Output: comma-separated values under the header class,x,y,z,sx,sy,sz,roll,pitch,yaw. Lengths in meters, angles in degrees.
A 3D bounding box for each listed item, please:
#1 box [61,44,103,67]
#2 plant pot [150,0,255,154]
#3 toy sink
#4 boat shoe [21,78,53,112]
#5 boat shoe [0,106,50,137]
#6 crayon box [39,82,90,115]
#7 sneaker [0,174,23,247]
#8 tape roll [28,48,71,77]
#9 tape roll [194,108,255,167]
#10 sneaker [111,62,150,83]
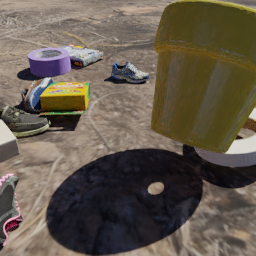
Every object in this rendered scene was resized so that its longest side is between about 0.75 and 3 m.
class,x,y,z,sx,sy,sz,roll,pitch,yaw
box,-2.555,-3.659,14.056,2.211,0.441,1.514,21,38,29
plant pot,1.790,-0.984,6.375,2.882,2.712,2.882,16,7,-2
toy sink,-3.550,0.371,7.646,0.708,0.609,1.086,-25,45,-34
boat shoe,-3.299,-1.153,9.946,0.827,0.825,2.285,-4,23,3
boat shoe,-3.608,-0.261,8.446,2.393,0.787,0.855,-1,32,-2
crayon box,-2.070,-1.051,9.512,1.442,0.577,2.272,-2,22,-3
sneaker,-2.515,1.679,5.741,0.827,0.685,1.734,20,32,-10
tape roll,-3.565,-3.023,12.778,1.812,0.770,1.812,-1,32,0
tape roll,2.936,0.159,7.595,2.352,0.430,2.352,-14,28,7
sneaker,0.067,-2.374,11.797,1.719,0.732,0.662,11,34,15
